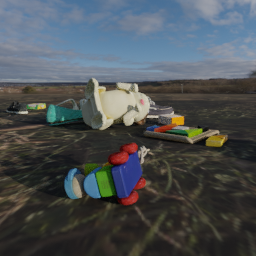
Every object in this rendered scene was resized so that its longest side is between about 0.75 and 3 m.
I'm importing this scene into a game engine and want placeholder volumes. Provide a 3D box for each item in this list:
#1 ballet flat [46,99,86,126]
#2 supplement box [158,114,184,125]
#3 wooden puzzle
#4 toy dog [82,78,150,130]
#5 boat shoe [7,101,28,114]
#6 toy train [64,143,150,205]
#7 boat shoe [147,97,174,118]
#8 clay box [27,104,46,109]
[{"bbox_3d":[-1.774,-0.616,10.023,0.826,0.863,2.453,1,6,45],"label":"ballet flat"},{"bbox_3d":[1.481,-0.284,9.703,0.513,0.299,0.815,-7,12,-27],"label":"supplement box"},{"bbox_3d":[1.429,0.094,7.334,2.481,0.290,1.674,6,10,36],"label":"wooden puzzle"},{"bbox_3d":[-0.258,-0.568,8.883,2.120,1.479,2.055,-7,-24,-29],"label":"toy dog"},{"bbox_3d":[-5.451,-1.028,13.701,0.662,0.587,1.770,-7,11,-38],"label":"boat shoe"},{"bbox_3d":[-0.202,0.544,3.718,0.805,0.589,1.391,-12,5,15],"label":"toy train"},{"bbox_3d":[0.825,-0.868,11.693,2.770,0.869,1.006,-5,10,-32],"label":"boat shoe"},{"bbox_3d":[-5.297,-1.269,16.298,0.689,0.285,1.199,2,10,7],"label":"clay box"}]
